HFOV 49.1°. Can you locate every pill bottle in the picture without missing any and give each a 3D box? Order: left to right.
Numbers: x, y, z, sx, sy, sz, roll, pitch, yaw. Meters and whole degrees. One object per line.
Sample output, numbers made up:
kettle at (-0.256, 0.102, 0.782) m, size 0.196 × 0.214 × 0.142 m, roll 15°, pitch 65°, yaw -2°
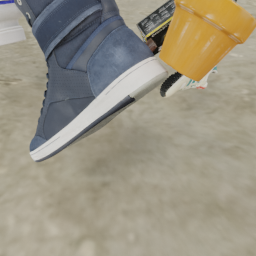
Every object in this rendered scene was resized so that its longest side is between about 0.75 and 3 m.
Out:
pill bottle at (-3.743, -3.644, 7.536) m, size 1.525 × 2.721 × 1.525 m, roll -10°, pitch 23°, yaw 4°

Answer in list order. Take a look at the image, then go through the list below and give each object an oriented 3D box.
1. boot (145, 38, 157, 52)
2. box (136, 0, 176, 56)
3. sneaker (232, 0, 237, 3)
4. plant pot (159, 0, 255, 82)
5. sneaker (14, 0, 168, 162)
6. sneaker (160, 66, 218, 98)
boot at (0.235, -1.505, 5.781) m, size 0.259 × 0.807 × 0.752 m, roll 25°, pitch 17°, yaw -31°
box at (1.278, -2.857, 7.397) m, size 2.007 × 1.603 × 0.495 m, roll -34°, pitch 83°, yaw 8°
sneaker at (1.767, -2.299, 5.783) m, size 2.330 × 0.992 × 0.909 m, roll -50°, pitch 14°, yaw -22°
plant pot at (0.766, -0.982, 3.032) m, size 0.871 × 0.797 × 0.871 m, roll 28°, pitch 22°, yaw -12°
sneaker at (-0.970, -0.776, 3.981) m, size 1.955 × 2.705 × 1.028 m, roll 55°, pitch 35°, yaw 0°
sneaker at (1.371, -1.014, 6.012) m, size 1.492 × 0.697 × 0.525 m, roll -43°, pitch 20°, yaw -14°
